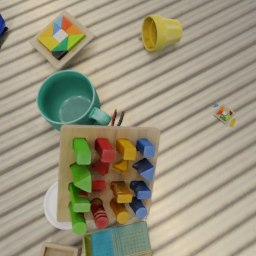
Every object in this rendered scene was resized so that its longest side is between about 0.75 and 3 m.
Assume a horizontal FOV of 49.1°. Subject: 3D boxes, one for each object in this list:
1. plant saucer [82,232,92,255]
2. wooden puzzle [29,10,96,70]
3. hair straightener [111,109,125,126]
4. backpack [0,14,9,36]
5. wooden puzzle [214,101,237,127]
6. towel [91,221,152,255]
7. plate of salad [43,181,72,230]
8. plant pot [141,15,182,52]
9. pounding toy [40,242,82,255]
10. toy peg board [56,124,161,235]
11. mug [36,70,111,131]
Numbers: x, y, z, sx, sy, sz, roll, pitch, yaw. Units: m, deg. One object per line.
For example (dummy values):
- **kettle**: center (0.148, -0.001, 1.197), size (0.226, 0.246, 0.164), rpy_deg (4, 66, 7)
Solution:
- **plant saucer**: center (-0.380, 3.264, 7.047), size (1.380, 0.330, 1.378), rpy_deg (-8, 69, -4)
- **wooden puzzle**: center (-2.154, -2.893, 8.987), size (1.625, 0.327, 1.756), rpy_deg (-45, 67, -6)
- **hair straightener**: center (-0.297, 0.124, 8.268), size (0.540, 0.287, 1.404), rpy_deg (13, 70, 5)
- **backpack**: center (-5.555, -2.973, 8.408), size (2.202, 2.274, 2.709), rpy_deg (14, 70, 16)
- **wooden puzzle**: center (2.971, -0.439, 8.588), size (0.836, 0.098, 0.564), rpy_deg (34, 73, 12)
- **towel**: center (-0.087, 3.386, 6.767), size (1.446, 0.214, 1.972), rpy_deg (-8, 72, -4)
- **plate of salad**: center (-1.606, 2.015, 7.534), size (1.355, 0.325, 1.355), rpy_deg (-3, 72, 10)
- **plant pot**: center (1.142, -3.114, 9.136), size (1.050, 1.116, 1.116), rpy_deg (-13, 69, -20)
- **pounding toy**: center (-1.536, 3.609, 6.739), size (1.256, 0.654, 1.430), rpy_deg (8, 69, 3)
- **toy peg board**: center (-0.352, 1.250, 6.434), size (2.387, 1.172, 2.397), rpy_deg (2, 105, -17)
- **mug**: center (-1.531, -0.508, 7.954), size (1.625, 1.223, 1.978), rpy_deg (-27, 69, -4)
